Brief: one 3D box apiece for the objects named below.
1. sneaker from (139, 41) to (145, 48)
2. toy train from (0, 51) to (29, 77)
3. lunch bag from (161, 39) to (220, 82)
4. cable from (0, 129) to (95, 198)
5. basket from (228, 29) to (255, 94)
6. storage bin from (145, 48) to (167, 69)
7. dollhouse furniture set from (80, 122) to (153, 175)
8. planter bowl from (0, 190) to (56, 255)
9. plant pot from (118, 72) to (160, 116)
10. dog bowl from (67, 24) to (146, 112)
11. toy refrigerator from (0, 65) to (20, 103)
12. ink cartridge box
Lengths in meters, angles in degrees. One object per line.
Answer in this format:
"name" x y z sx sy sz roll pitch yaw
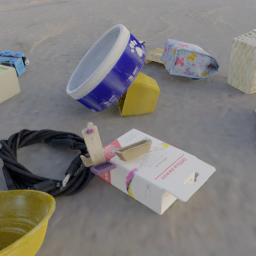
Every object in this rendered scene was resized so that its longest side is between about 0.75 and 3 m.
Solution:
"sneaker" 0.014 -3.572 12.593 1.442 1.009 2.496 -2 40 -10
"toy train" -4.890 -2.596 11.200 1.779 0.771 1.017 9 40 13
"lunch bag" 2.372 -2.549 10.666 1.877 1.193 1.592 6 30 -12
"cable" -1.827 0.593 6.393 2.027 0.631 2.485 -16 36 -23
"basket" 4.330 -2.273 9.690 1.166 1.891 1.282 -19 37 -18
"storage bin" 1.451 -2.996 12.031 1.050 0.492 1.042 24 41 31
"dollhouse furniture set" -0.303 0.194 5.619 1.304 0.926 1.034 -19 10 -21
"planter bowl" -2.309 1.866 3.490 2.975 1.239 2.975 -9 5 1
"plant pot" 0.337 -1.060 8.592 1.013 1.149 1.149 7 32 -13
"dog bowl" -0.674 -1.751 8.325 0.994 2.525 2.525 37 22 -26
"toy refrigerator" -5.251 -1.741 9.628 2.864 1.002 1.087 15 36 22
"ink cartridge box" 0.538 0.909 5.824 2.156 0.728 1.256 25 40 35
